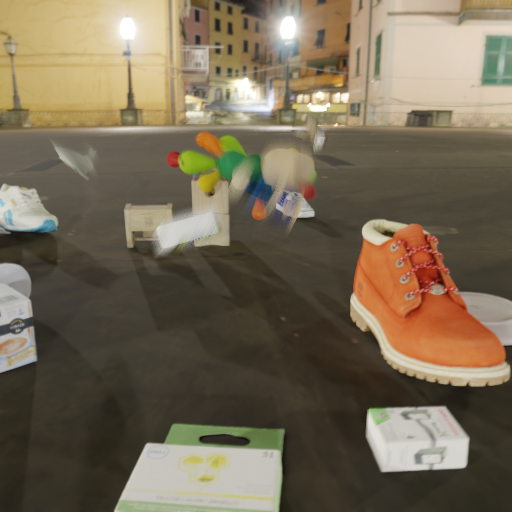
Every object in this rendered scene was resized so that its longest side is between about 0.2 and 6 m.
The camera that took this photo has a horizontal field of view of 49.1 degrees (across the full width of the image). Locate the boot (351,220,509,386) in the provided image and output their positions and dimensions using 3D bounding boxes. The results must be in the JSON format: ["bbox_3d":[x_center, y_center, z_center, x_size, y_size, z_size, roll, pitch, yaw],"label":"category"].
[{"bbox_3d":[1.921,0.448,6.611,1.046,1.495,2.789,-3,18,-17],"label":"boot"}]

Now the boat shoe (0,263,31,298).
[{"bbox_3d":[-4.189,0.586,6.975,0.950,1.005,2.803,7,16,22],"label":"boat shoe"}]

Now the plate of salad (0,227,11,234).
[{"bbox_3d":[-6.013,-0.535,11.464,1.846,0.443,1.846,9,1,0],"label":"plate of salad"}]

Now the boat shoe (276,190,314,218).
[{"bbox_3d":[0.978,-1.352,14.240,0.602,0.550,1.672,-5,17,-16],"label":"boat shoe"}]

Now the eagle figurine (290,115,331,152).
[{"bbox_3d":[1.221,-2.734,12.614,0.575,0.762,0.578,-34,10,40],"label":"eagle figurine"}]

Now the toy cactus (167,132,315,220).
[{"bbox_3d":[0.078,-1.460,10.062,2.921,1.494,2.410,13,0,-32],"label":"toy cactus"}]

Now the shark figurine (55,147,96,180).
[{"bbox_3d":[-3.655,-2.080,12.093,0.844,0.590,1.413,42,5,0],"label":"shark figurine"}]

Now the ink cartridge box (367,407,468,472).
[{"bbox_3d":[1.375,1.570,4.836,0.716,0.301,0.521,-1,17,-4],"label":"ink cartridge box"}]

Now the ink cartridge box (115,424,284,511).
[{"bbox_3d":[-0.344,1.669,4.465,1.099,0.362,1.511,1,18,6],"label":"ink cartridge box"}]

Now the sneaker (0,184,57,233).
[{"bbox_3d":[-5.108,-1.022,12.306,2.275,0.919,0.870,17,10,40],"label":"sneaker"}]

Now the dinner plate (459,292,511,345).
[{"bbox_3d":[3.037,0.780,7.723,1.741,0.211,1.741,0,15,0],"label":"dinner plate"}]

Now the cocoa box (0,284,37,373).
[{"bbox_3d":[-3.212,0.894,6.256,1.204,0.790,0.803,-15,22,-42],"label":"cocoa box"}]

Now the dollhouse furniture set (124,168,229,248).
[{"bbox_3d":[-1.597,-1.113,11.566,2.029,1.422,1.430,-1,25,-5],"label":"dollhouse furniture set"}]

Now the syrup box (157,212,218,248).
[{"bbox_3d":[-1.249,-0.463,10.098,1.022,0.416,0.403,-18,5,-11],"label":"syrup box"}]

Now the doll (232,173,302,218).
[{"bbox_3d":[0.162,-1.019,9.144,1.307,0.317,0.891,24,2,-34],"label":"doll"}]
